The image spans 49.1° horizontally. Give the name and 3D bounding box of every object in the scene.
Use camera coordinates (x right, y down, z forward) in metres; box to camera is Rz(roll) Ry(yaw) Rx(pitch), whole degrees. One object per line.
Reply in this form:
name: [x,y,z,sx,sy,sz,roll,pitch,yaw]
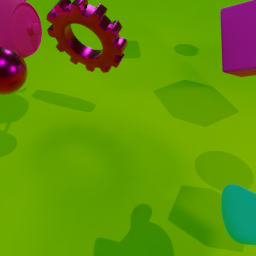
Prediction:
monkey head: [1.481,0.639,2.093,1.302,1.090,1.810,19,50,-19]
cube: [2.860,-1.876,5.974,1.338,1.338,1.338,-1,4,37]
teapot: [-2.128,-1.940,5.303,1.008,1.280,2.058,8,76,16]
ball: [-1.981,-0.905,4.401,0.763,0.763,0.763,0,45,0]
gear: [-0.879,-1.919,5.946,1.728,1.728,0.320,17,61,17]
